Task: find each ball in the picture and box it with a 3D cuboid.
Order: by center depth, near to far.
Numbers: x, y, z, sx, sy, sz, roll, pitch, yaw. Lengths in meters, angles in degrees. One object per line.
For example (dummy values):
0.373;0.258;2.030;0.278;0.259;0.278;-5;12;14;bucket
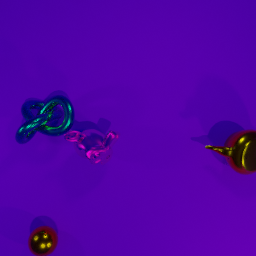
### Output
-2.334;3.114;7.710;0.808;0.808;0.808;0;80;0;ball

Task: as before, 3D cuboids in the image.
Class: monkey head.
-0.840;0.354;7.671;1.033;1.713;1.233;47;109;32;monkey head

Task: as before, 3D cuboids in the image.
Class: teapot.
3.210;0.626;7.920;2.086;1.021;1.297;2;103;-21;teapot

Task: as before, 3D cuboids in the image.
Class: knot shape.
-2.253;-0.298;7.849;1.685;0.832;1.801;-9;38;18;knot shape
